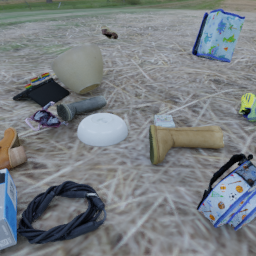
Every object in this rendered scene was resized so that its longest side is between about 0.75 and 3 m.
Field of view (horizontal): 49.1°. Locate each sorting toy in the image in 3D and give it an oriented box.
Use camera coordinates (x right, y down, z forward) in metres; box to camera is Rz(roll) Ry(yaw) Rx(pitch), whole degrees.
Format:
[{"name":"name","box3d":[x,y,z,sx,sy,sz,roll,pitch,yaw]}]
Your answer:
[{"name":"sorting toy","box3d":[-4.964,-2.914,16.227,1.097,0.385,2.275,-11,23,27]}]

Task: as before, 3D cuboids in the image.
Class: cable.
[{"name":"cable","box3d":[-1.841,2.182,7.492,2.322,0.590,1.894,-16,37,-21]}]

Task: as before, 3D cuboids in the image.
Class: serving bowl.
[{"name":"serving bowl","box3d":[-1.038,-0.082,11.388,2.075,0.683,2.075,0,31,0]}]

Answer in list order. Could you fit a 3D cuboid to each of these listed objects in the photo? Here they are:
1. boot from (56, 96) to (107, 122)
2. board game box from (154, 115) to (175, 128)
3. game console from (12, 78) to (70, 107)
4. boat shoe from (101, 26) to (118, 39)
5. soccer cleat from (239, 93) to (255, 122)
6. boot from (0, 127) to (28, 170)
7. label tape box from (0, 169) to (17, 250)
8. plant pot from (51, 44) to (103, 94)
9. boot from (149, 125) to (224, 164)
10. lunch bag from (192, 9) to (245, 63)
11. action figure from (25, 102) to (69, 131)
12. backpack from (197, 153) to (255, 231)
[{"name":"boot","box3d":[-1.978,-0.922,12.678,2.195,0.797,1.996,-8,19,-24]},{"name":"board game box","box3d":[1.542,-0.192,11.935,0.749,0.326,1.015,0,31,-1]},{"name":"game console","box3d":[-4.513,-1.686,14.655,1.879,1.243,2.136,-18,17,34]},{"name":"boat shoe","box3d":[-0.541,-2.773,8.381,0.276,0.275,0.765,-10,-9,26]},{"name":"soccer cleat","box3d":[5.546,-0.995,12.931,0.989,0.764,2.363,-14,25,10]},{"name":"boot","box3d":[-4.632,0.748,9.837,1.664,0.793,2.151,-17,33,-26]},{"name":"label tape box","box3d":[-4.267,2.274,6.782,2.861,0.946,2.050,-15,30,-15]},{"name":"plant pot","box3d":[-2.378,-2.875,14.719,2.730,1.833,2.730,-24,-2,-1]},{"name":"boot","box3d":[2.146,0.502,10.184,2.701,0.893,2.365,2,30,2]},{"name":"lunch bag","box3d":[3.618,-3.845,11.807,1.399,1.867,2.195,14,15,-9]},{"name":"action figure","box3d":[-3.293,-0.276,11.559,1.334,1.200,1.791,-37,10,-11]},{"name":"backpack","box3d":[2.705,1.829,7.258,1.706,1.791,1.380,-20,49,-25]}]
